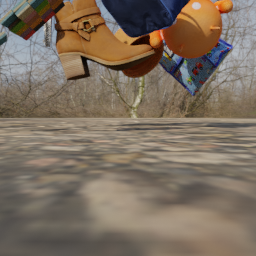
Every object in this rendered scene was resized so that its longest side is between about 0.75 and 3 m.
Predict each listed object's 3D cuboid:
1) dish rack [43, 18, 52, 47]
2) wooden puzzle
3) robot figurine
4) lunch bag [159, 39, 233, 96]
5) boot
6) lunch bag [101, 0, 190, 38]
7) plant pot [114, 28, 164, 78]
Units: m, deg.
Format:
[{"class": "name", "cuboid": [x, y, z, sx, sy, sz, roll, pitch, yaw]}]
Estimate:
[{"class": "dish rack", "cuboid": [-2.507, -3.178, 8.719, 0.263, 1.038, 1.210, 2, 46, -16]}, {"class": "wooden puzzle", "cuboid": [-1.620, -2.312, 5.313, 2.421, 0.170, 1.436, -42, 11, 2]}, {"class": "robot figurine", "cuboid": [1.831, -3.224, 8.463, 2.123, 1.721, 2.952, 7, 38, -9]}, {"class": "lunch bag", "cuboid": [2.194, -3.019, 11.012, 2.843, 1.337, 2.140, 39, -24, 8]}, {"class": "boot", "cuboid": [-0.796, -2.906, 8.719, 2.996, 2.326, 1.149, -11, 2, 7]}, {"class": "lunch bag", "cuboid": [0.460, -3.114, 6.465, 1.387, 1.351, 2.042, 47, -20, -30]}, {"class": "plant pot", "cuboid": [0.238, -3.048, 10.652, 1.877, 1.877, 1.314, -2, 46, -41]}]
